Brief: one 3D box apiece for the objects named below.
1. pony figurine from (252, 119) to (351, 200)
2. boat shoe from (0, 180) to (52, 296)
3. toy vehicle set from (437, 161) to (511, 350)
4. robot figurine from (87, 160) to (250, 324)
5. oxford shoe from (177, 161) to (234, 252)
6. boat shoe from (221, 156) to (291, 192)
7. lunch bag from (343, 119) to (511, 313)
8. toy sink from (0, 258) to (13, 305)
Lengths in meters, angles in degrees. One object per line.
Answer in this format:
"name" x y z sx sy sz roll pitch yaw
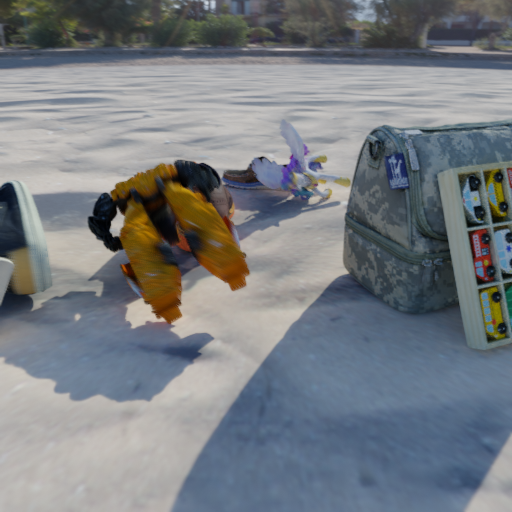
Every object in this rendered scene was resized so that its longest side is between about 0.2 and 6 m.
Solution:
"pony figurine" 0.999 -1.990 12.711 1.853 1.543 1.789 -4 46 -42
"boat shoe" -4.070 -0.363 9.037 1.059 1.270 3.404 -11 29 -23
"toy vehicle set" 3.180 -0.055 7.216 1.412 2.273 0.301 -10 0 -21
"robot figurine" -1.349 -0.391 8.490 2.126 0.854 2.933 -25 43 -9
"oxford shoe" -1.037 -1.331 11.208 1.295 1.319 3.637 -4 24 -8
"boat shoe" 0.134 -2.035 13.590 2.001 0.724 0.723 4 24 10
"lunch bag" 2.882 -0.778 8.427 2.988 2.506 2.082 -9 25 -20
"toy sink" -3.651 0.425 6.971 0.782 1.200 0.672 14 14 -40
